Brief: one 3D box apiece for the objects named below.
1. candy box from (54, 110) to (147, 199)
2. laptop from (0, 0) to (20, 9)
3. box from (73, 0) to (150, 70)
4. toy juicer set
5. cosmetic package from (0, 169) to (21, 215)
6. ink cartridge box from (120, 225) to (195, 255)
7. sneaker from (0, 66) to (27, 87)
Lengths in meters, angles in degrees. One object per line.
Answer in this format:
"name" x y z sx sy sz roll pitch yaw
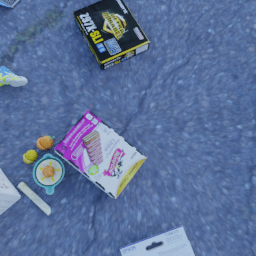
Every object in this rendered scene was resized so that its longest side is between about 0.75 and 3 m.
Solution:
"candy box" -0.723 0.698 7.400 2.027 0.618 1.382 39 75 -3
"laptop" -4.283 -4.541 9.326 1.079 0.668 1.152 33 75 9
"box" -0.553 -3.091 8.936 1.695 0.524 2.123 -26 74 -7
"toy juicer set" -2.331 1.117 7.531 1.314 0.562 2.066 18 73 6
"cosmetic package" -4.288 1.642 6.641 2.277 1.905 1.894 -40 77 -11
"ink cartridge box" 0.864 3.524 6.848 1.714 0.378 1.746 -18 71 -5
"sneaker" -3.626 -1.606 8.480 1.188 0.450 0.624 0 71 1
